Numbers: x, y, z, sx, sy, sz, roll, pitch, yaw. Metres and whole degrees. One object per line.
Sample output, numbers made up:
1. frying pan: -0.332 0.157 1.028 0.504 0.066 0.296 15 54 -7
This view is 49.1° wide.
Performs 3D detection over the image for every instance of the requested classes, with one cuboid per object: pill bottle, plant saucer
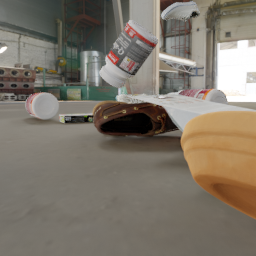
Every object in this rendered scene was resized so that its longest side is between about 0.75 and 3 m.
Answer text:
1. pill bottle: 2.540 -0.857 10.900 1.292 1.292 2.359 -5 8 -36
2. pill bottle: -3.971 -1.015 12.709 1.160 1.160 2.117 -4 8 -30
3. pill bottle: -0.022 -2.651 10.311 1.297 2.239 1.297 31 24 -15
4. plant saucer: 1.028 0.434 1.615 1.618 0.303 1.618 27 -11 6

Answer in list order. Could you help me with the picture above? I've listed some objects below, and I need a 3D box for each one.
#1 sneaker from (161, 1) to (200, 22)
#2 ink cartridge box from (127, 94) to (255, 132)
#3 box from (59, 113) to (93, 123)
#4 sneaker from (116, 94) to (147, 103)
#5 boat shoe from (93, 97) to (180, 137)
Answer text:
1. sneaker: 1.865 -3.941 9.599 1.560 0.552 0.570 -24 -15 -23
2. ink cartridge box: 1.737 -0.183 6.190 2.868 0.818 2.331 12 14 37
3. box: -1.847 -0.413 11.337 1.687 0.293 0.928 -3 8 -25
4. sneaker: 0.346 -1.183 13.378 1.199 1.135 2.968 -18 0 22
5. boat shoe: 0.483 -0.182 7.030 2.711 0.954 0.953 -5 26 -12
